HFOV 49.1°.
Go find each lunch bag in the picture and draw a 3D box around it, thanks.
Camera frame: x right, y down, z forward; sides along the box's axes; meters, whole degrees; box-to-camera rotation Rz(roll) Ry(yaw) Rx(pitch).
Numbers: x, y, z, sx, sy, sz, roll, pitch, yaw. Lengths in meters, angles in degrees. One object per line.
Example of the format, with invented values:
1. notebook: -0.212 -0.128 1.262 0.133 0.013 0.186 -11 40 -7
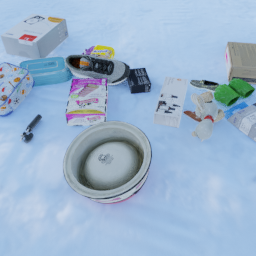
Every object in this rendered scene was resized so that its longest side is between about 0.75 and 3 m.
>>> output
1. lunch bag: -4.899 -1.599 11.120 1.772 0.836 2.212 19 61 20

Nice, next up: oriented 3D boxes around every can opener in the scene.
1. can opener: -3.485 0.040 10.131 0.431 0.342 1.298 35 47 -15

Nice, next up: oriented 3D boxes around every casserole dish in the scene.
1. casserole dish: -3.766 -2.583 12.511 2.737 0.531 1.658 -9 47 -10

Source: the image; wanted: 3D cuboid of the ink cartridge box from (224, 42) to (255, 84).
1. ink cartridge box: 5.427 -2.949 12.624 1.862 0.849 2.260 6 46 7

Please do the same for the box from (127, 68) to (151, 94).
1. box: 0.436 -2.040 12.000 0.857 0.479 1.214 -5 46 -9

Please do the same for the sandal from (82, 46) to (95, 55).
1. sandal: -1.967 -3.753 13.778 0.553 0.334 1.359 17 48 16

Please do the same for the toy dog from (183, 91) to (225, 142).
1. toy dog: 2.506 -0.353 9.817 2.432 1.171 1.604 -17 83 -55

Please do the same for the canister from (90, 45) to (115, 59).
1. canister: -1.306 -3.253 13.117 1.036 0.604 1.395 12 48 11

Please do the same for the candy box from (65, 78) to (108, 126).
1. candy box: -1.539 -1.059 10.903 1.484 0.664 2.176 -1 46 -2

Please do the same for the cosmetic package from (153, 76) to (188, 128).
1. cosmetic package: 1.717 -1.093 10.983 0.988 0.606 2.394 11 47 10

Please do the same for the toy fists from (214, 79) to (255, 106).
1. toy fists: 4.252 -1.479 11.383 1.786 0.614 0.910 -24 57 -24

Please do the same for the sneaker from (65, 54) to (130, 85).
1. sneaker: -1.317 -2.504 11.785 2.879 1.141 1.064 10 87 15

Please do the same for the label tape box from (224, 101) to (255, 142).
1. label tape box: 4.600 -0.422 10.316 1.346 0.621 1.879 -24 51 -21

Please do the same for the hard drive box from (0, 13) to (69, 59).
1. hard drive box: -4.610 -4.651 14.174 2.084 1.027 2.674 14 47 14

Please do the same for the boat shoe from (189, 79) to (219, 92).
1. boat shoe: 3.246 -1.873 11.909 1.240 0.371 0.443 18 48 17

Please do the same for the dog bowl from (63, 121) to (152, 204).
1. dog bowl: -0.528 1.072 8.330 2.608 0.961 2.608 -7 52 9
